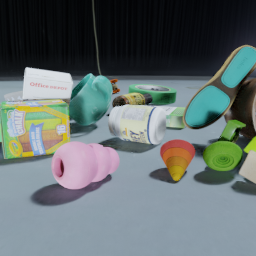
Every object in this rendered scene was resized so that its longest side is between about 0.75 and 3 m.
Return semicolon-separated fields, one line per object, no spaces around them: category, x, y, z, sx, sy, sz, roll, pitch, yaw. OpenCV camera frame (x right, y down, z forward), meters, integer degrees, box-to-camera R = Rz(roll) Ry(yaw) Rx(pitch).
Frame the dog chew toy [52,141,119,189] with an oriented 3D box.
dog chew toy;-0.755;0.690;5.538;0.894;0.894;1.435;13;10;43

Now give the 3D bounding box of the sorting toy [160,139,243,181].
sorting toy;1.806;0.809;5.750;2.347;0.814;0.808;3;40;10

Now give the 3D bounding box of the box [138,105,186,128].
box;1.084;-0.517;11.355;2.785;0.506;2.010;3;14;19

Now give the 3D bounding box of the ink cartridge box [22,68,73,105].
ink cartridge box;-2.554;-0.807;8.697;1.371;1.878;0.792;5;31;-22

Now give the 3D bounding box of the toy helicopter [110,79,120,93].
toy helicopter;-1.933;-2.972;21.447;2.490;0.982;1.647;-3;18;37

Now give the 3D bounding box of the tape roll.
tape roll;1.465;-2.084;16.886;2.883;0.693;2.883;4;17;-1

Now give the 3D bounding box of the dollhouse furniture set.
dollhouse furniture set;3.098;0.838;5.807;2.616;1.010;1.307;31;21;29

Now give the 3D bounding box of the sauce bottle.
sauce bottle;0.333;-1.313;13.773;0.904;0.904;2.738;9;18;32

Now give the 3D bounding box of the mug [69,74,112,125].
mug;-1.403;-0.943;10.337;1.315;1.747;2.126;42;-10;-21

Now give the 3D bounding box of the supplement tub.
supplement tub;0.286;-0.130;8.343;1.500;1.088;1.088;7;15;26

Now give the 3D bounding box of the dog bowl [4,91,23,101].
dog bowl;-4.753;-1.345;13.504;2.204;0.646;2.204;-9;0;0

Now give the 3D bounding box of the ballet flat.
ballet flat;2.723;-1.073;8.231;1.018;2.966;0.935;43;0;7

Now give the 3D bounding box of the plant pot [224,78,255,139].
plant pot;4.001;-0.512;7.884;2.387;2.387;2.363;-2;5;-7

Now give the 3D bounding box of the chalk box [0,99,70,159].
chalk box;-2.719;-0.027;7.454;2.126;1.323;1.316;-7;14;-22
